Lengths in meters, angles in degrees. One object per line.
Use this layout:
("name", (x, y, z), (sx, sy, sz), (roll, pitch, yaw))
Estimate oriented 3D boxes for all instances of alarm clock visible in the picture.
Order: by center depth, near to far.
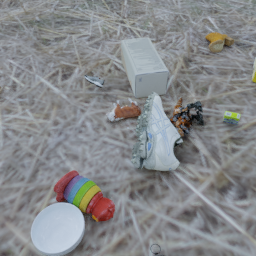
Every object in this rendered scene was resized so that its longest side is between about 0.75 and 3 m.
("alarm clock", (0.681, 3.026, 5.949), (0.773, 0.381, 1.146), (-5, 46, -5))

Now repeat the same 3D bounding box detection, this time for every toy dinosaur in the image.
("toy dinosaur", (1.903, -0.465, 9.396), (1.163, 0.875, 1.713), (-11, 64, 11))

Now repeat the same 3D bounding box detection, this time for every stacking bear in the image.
("stacking bear", (-0.997, 1.780, 7.013), (1.485, 0.902, 0.845), (31, 54, 17))

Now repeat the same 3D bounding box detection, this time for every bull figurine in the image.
("bull figurine", (-0.177, -0.611, 9.717), (1.241, 0.404, 0.753), (-6, 67, -13))

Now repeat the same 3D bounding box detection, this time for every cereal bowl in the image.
("cereal bowl", (-1.589, 2.390, 6.510), (1.207, 0.502, 1.207), (0, 47, 0))

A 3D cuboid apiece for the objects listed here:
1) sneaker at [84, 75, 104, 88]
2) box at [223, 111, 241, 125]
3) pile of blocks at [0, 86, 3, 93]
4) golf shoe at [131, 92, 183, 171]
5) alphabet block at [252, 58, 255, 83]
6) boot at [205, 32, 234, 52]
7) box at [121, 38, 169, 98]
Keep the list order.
("sneaker", (-1.275, -1.830, 10.652), (0.850, 0.314, 0.337), (27, 87, 14))
("box", (3.431, -0.318, 9.285), (0.479, 0.786, 0.187), (14, 78, 19))
("pile of blocks", (-5.427, -1.280, 10.417), (0.648, 0.491, 1.580), (26, 50, 25))
("golf shoe", (0.980, 0.126, 8.740), (1.437, 1.157, 2.955), (16, 49, -7))
("alphabet block", (5.964, -2.687, 11.196), (1.509, 1.501, 1.537), (13, 44, 16))
("boot", (4.130, -4.172, 13.486), (1.703, 0.599, 1.219), (-22, 42, -27))
("box", (0.593, -2.496, 11.265), (1.318, 1.079, 2.775), (-7, 44, -7))
